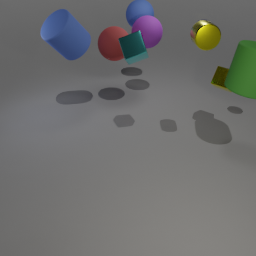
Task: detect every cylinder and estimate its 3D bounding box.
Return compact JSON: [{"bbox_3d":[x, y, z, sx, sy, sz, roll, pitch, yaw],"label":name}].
[{"bbox_3d":[3.841,-1.781,8.508,1.400,1.400,1.400,8,31,-5],"label":"cylinder"},{"bbox_3d":[2.151,-2.591,7.806,0.700,0.700,0.700,0,29,0],"label":"cylinder"},{"bbox_3d":[-2.403,-3.606,10.929,1.400,1.400,1.400,-13,63,26],"label":"cylinder"}]

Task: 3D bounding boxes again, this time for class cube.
[{"bbox_3d":[3.615,-1.816,10.455,0.700,0.700,0.700,26,9,29],"label":"cube"},{"bbox_3d":[0.187,-2.474,8.693,0.700,0.700,0.700,-18,-3,9],"label":"cube"}]

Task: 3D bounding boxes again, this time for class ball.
[{"bbox_3d":[-0.573,-3.538,11.779,1.400,1.400,1.400,0,32,0],"label":"ball"},{"bbox_3d":[0.591,-5.619,13.880,1.400,1.400,1.400,0,32,0],"label":"ball"},{"bbox_3d":[0.853,-4.303,12.585,1.400,1.400,1.400,0,32,0],"label":"ball"}]
